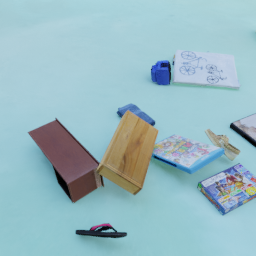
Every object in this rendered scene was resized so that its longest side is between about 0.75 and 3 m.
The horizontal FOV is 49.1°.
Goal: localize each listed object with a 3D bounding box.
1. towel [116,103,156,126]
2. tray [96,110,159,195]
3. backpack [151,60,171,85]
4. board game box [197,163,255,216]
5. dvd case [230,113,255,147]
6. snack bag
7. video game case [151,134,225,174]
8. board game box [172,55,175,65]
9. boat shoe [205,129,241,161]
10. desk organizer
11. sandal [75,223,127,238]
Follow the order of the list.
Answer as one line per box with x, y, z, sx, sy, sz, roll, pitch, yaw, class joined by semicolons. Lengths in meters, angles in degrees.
0.254;-0.336;9.053;0.719;0.313;1.289;-23;43;-26;towel
0.079;0.518;7.046;1.064;0.399;2.157;33;40;-8;tray
1.317;-2.256;11.042;0.805;0.780;0.960;5;40;9;backpack
2.555;1.461;6.894;1.390;0.239;0.941;-18;43;-21;board game box
4.441;0.287;8.373;1.616;0.199;2.265;-18;43;-22;dvd case
3.185;-2.446;11.520;2.602;0.279;2.453;6;45;6;snack bag
1.435;0.629;7.458;1.267;0.158;1.770;-23;24;-30;video game case
2.541;-2.983;12.397;1.078;0.187;0.731;7;40;9;board game box
2.527;0.371;7.474;1.156;0.384;0.428;41;19;-15;boat shoe
-1.660;0.768;7.299;0.897;0.836;2.330;-28;47;-27;desk organizer
-0.567;2.090;5.752;1.160;0.436;0.261;-6;59;25;sandal
